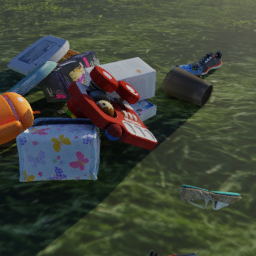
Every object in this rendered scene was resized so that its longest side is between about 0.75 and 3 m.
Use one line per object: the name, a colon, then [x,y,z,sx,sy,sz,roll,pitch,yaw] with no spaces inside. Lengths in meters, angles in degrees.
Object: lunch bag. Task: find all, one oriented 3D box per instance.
lunch bag: [-1.985,0.521,8.725,2.204,1.652,2.599,0,11,-2]

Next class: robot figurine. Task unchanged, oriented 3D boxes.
robot figurine: [-4.642,-0.257,9.818,2.881,2.072,1.680,-27,87,-32]

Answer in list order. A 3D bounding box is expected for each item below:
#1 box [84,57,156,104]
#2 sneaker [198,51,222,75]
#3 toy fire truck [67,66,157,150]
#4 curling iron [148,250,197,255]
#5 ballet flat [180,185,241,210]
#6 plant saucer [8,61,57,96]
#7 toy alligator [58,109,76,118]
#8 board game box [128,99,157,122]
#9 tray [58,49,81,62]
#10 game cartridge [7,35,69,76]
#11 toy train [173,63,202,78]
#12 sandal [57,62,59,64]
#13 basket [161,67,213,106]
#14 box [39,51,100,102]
box: [-0.322,-1.826,11.346,2.462,1.200,1.532,-17,41,-20]
sneaker: [4.009,-3.445,14.442,2.231,0.913,0.860,-27,46,-30]
toy fire truck: [-0.467,-0.464,9.109,2.954,1.656,2.481,21,26,-49]
curling iron: [1.067,3.087,6.795,1.229,0.157,0.305,-2,38,-3]
ballet flat: [2.129,1.854,7.316,1.577,0.556,0.515,8,81,6]
plant saucer: [-4.154,-1.988,11.816,2.731,0.374,2.731,-31,24,16]
toy alligator: [-2.167,-0.672,11.333,1.560,0.423,0.463,12,40,15]
board game box: [-0.411,-1.020,11.717,1.763,0.483,2.793,-28,46,-30]
tray: [-3.302,-3.912,15.469,2.169,0.402,1.070,28,46,30]
game cartridge: [-4.608,-3.813,14.786,1.990,0.620,2.988,27,58,25]
toy train: [2.769,-2.631,13.431,1.561,0.892,0.677,-3,38,-4]
sandal: [-4.413,-3.795,15.322,1.528,0.376,0.622,28,46,31]
basket: [2.621,-1.747,12.128,1.789,1.216,1.613,31,43,28]
box: [-2.458,-2.252,12.289,1.537,1.334,2.515,2,33,39]
